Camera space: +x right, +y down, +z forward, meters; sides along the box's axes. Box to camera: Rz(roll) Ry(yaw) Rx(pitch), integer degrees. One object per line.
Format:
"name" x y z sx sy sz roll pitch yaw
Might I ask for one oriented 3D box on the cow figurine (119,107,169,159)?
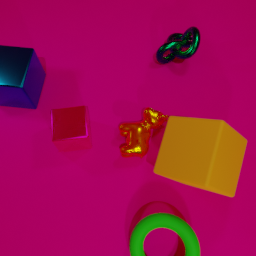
"cow figurine" 0.445 0.140 7.537 1.361 0.759 1.383 -4 70 2

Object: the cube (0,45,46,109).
"cube" -3.211 -1.406 7.865 1.266 1.266 1.266 6 67 3

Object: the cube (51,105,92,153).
"cube" -1.483 0.042 7.448 0.907 0.907 0.907 -7 67 -3

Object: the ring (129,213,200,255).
"ring" 0.810 2.724 6.327 1.593 0.319 1.593 0 89 14

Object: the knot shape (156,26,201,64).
"knot shape" 1.604 -2.455 8.262 1.479 1.384 0.683 -41 112 -21

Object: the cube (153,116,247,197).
"cube" 1.671 0.638 6.422 1.385 1.385 1.385 8 77 45
